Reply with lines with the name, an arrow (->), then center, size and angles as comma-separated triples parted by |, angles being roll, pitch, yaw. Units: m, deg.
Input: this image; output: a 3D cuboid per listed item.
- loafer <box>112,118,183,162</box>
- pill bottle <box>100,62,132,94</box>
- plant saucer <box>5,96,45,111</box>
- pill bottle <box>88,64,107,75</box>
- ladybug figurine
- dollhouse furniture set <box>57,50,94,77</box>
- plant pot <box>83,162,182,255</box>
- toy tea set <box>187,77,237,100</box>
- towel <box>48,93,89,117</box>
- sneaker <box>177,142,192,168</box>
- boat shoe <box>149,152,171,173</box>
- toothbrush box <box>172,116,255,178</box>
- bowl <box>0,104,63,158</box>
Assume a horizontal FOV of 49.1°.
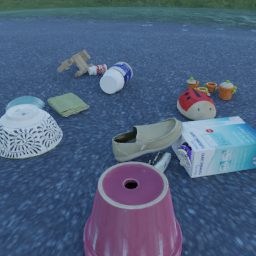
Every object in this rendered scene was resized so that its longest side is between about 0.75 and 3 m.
loafer -> 0.580, 0.298, 9.177 | 2.531, 0.864, 0.958 | -26, 34, 8
pill bottle -> -0.628, -2.647, 14.805 | 1.201, 1.201, 2.075 | 10, 32, 17
plant saucer -> -4.821, -1.147, 13.087 | 1.765, 0.340, 1.765 | 1, 30, 0
pill bottle -> -1.836, -3.509, 16.941 | 1.036, 0.567, 0.567 | -14, 33, -22
ladybug figurine -> 3.038, -1.108, 12.483 | 1.601, 0.848, 2.358 | -5, 30, -9
dollhouse furniture set -> -3.163, -3.726, 17.076 | 1.052, 1.232, 2.377 | -30, 13, 33
plant pot -> 0.106, 1.946, 6.065 | 2.227, 1.994, 2.227 | 0, 30, 0
toy tea set -> 4.248, -2.174, 14.240 | 2.547, 0.943, 1.515 | 8, 31, 13
towel -> -2.812, -1.090, 12.977 | 1.400, 0.344, 1.887 | -21, 37, -30
sneaker -> 1.348, 0.596, 6.383 | 0.268, 0.770, 0.383 | 14, 59, 29
boat shoe -> 0.907, 1.196, 8.885 | 0.477, 0.529, 1.497 | 14, 25, 22
toothbrush box -> 2.949, 0.561, 9.385 | 2.504, 1.068, 1.833 | -7, 30, -9
bowl -> -3.811, -0.114, 10.408 | 2.605, 1.223, 2.605 | 1, 30, 0
